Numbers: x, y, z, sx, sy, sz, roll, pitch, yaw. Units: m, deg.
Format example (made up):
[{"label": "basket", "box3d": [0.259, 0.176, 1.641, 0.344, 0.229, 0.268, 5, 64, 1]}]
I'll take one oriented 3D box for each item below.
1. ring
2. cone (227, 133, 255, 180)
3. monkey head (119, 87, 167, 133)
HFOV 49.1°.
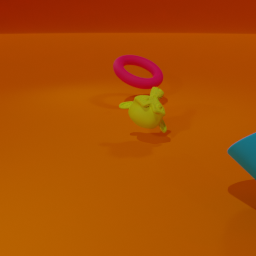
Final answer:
[{"label": "ring", "box3d": [0.404, -2.178, 10.764, 1.999, 0.400, 1.999, 12, 41, -10]}, {"label": "cone", "box3d": [2.566, 0.879, 4.191, 1.621, 1.628, 1.621, -11, -21, -4]}, {"label": "monkey head", "box3d": [0.541, -0.517, 7.366, 1.448, 0.873, 1.042, 29, 51, 0]}]
